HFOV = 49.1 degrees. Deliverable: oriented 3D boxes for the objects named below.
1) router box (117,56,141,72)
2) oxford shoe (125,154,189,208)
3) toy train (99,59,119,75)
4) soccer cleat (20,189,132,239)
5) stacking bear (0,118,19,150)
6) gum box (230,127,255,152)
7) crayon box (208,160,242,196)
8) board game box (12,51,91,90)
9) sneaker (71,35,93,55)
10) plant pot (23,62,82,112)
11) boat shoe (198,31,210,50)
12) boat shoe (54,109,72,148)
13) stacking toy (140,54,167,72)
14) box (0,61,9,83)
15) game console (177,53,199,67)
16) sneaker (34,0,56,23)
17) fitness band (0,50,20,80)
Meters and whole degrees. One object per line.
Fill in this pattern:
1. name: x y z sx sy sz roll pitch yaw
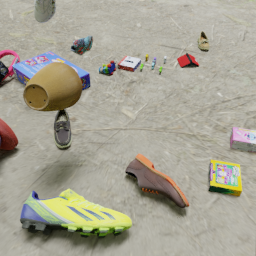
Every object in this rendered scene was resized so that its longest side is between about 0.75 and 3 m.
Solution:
1. router box: 0.065 -2.969 12.899 0.812 0.221 0.905 16 44 17
2. oxford shoe: 0.749 1.551 7.527 0.744 0.730 2.050 -43 50 -12
3. toy train: -0.859 -2.801 12.599 0.624 0.457 1.079 1 39 22
4. soccer cleat: -1.231 1.975 6.686 2.683 0.867 1.122 2 57 6
5. stacking bear: -4.513 0.981 7.472 1.781 1.668 2.933 5 47 7
6. gum box: 3.895 0.398 8.940 1.143 0.378 0.648 10 42 11
7. crayon box: 2.723 1.388 7.885 0.838 0.283 0.971 10 42 9
8. board game box: -3.206 -2.181 11.678 1.910 0.636 2.841 -33 51 -32
9. sneaker: -1.149 -2.023 6.855 0.378 0.791 0.314 8 71 -37
10. plant pot: -1.863 -0.883 6.620 1.212 1.212 1.301 7 20 8
11. boat shoe: 3.881 -4.488 14.441 0.552 0.472 1.505 -1 41 -1
12. boat shoe: -2.215 -0.042 9.315 0.615 0.545 1.681 -10 42 -11
13. stacking toy: 1.178 -2.942 12.848 0.989 0.308 1.312 10 44 13
14. box: -5.858 -2.277 11.505 1.417 0.610 1.161 18 69 20
15. game console: 2.822 -3.093 13.151 0.754 0.519 0.875 21 36 -24
16. sneaker: -2.730 -4.199 9.029 0.811 2.157 0.874 46 51 -4
17. fitness band: -5.409 -2.699 12.158 1.214 0.316 1.690 10 64 16
